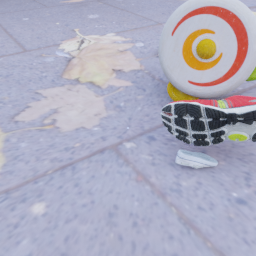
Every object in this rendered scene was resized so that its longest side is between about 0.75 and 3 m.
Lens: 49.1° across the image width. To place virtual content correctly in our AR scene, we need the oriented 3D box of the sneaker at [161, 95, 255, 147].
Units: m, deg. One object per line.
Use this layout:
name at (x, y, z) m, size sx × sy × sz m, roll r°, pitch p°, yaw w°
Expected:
sneaker at (2.054, -0.242, 6.131) m, size 2.626 × 1.011 × 1.115 m, roll 4°, pitch 28°, yaw 16°

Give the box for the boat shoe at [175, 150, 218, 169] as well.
boat shoe at (1.454, 0.710, 6.026) m, size 0.931 × 0.311 × 0.342 m, roll 16°, pitch 23°, yaw -8°

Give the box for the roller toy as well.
roller toy at (2.182, -2.170, 7.662) m, size 2.821 × 2.573 × 1.971 m, roll -18°, pitch 9°, yaw 25°
